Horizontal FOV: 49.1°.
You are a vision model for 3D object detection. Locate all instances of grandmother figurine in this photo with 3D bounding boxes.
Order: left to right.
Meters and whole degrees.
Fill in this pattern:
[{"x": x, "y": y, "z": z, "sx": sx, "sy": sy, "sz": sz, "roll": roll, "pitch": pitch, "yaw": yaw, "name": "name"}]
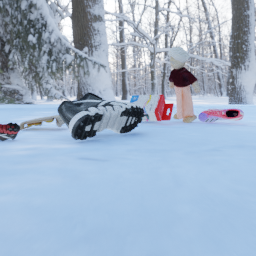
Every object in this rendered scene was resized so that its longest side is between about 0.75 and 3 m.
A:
[{"x": 1.987, "y": -1.593, "z": 10.300, "sx": 0.840, "sy": 2.774, "sz": 1.682, "roll": -29, "pitch": 27, "yaw": -32, "name": "grandmother figurine"}]

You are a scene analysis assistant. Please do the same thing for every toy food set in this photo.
[{"x": -2.467, "y": -0.120, "z": 8.339, "sx": 1.282, "sy": 0.387, "sz": 0.920, "roll": -9, "pitch": 7, "yaw": 5, "name": "toy food set"}]

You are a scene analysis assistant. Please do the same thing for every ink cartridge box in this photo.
[{"x": 0.797, "y": -0.715, "z": 9.951, "sx": 1.508, "sy": 0.876, "sz": 0.507, "roll": 0, "pitch": -38, "yaw": 23, "name": "ink cartridge box"}]

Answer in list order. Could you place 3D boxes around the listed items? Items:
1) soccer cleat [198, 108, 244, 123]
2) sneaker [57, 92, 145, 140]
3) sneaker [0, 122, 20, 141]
[{"x": 3.325, "y": -0.490, "z": 10.143, "sx": 1.626, "sy": 0.542, "sz": 0.622, "roll": 0, "pitch": -11, "yaw": 29, "name": "soccer cleat"}, {"x": -0.614, "y": -0.410, "z": 6.843, "sx": 1.163, "sy": 0.854, "sz": 2.570, "roll": 40, "pitch": 29, "yaw": 28, "name": "sneaker"}, {"x": -2.788, "y": 0.072, "z": 5.986, "sx": 0.883, "sy": 0.432, "sz": 0.312, "roll": 8, "pitch": 39, "yaw": -23, "name": "sneaker"}]
